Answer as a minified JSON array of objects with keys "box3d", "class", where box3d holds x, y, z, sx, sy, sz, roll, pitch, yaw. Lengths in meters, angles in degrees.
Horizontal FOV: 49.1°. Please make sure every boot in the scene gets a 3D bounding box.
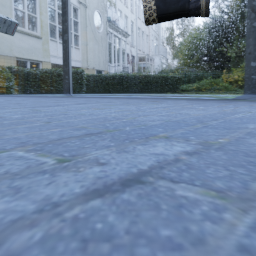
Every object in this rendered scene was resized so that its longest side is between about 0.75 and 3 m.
[{"box3d":[1.152,-3.218,7.139,1.584,0.770,2.103,-8,41,8],"class":"boot"}]

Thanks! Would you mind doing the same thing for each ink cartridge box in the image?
[{"box3d":[-4.599,-3.855,10.479,0.335,0.592,0.808,43,21,25],"class":"ink cartridge box"}]
